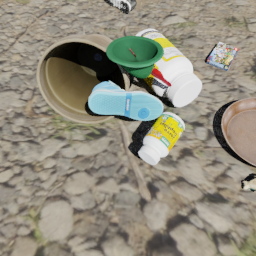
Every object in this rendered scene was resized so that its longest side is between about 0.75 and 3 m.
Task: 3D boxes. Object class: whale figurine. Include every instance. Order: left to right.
[{"bbox_3d":[3.750,1.670,8.124,0.770,0.399,0.613,-11,44,22],"label":"whale figurine"}]

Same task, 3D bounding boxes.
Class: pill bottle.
[{"bbox_3d":[0.923,0.306,7.902,0.811,0.811,1.439,29,65,21],"label":"pill bottle"},{"bbox_3d":[1.304,-2.162,10.189,1.635,1.635,2.938,-23,56,-17],"label":"pill bottle"}]

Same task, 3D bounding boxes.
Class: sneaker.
[{"bbox_3d":[-0.398,-6.543,14.167,0.955,0.701,2.110,-37,64,-28],"label":"sneaker"},{"bbox_3d":[-0.092,-0.902,8.406,2.180,0.867,1.423,9,22,-12],"label":"sneaker"}]

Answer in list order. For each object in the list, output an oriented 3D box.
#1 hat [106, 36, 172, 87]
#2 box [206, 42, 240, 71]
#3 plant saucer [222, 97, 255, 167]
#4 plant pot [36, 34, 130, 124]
[{"bbox_3d":[0.311,-1.621,8.297,1.836,1.616,1.521,15,50,13],"label":"hat"},{"bbox_3d":[3.981,-3.009,11.709,0.928,0.256,1.359,26,57,18],"label":"box"},{"bbox_3d":[4.473,0.230,9.093,2.939,0.506,2.939,1,53,-1],"label":"plant saucer"},{"bbox_3d":[-1.287,-2.010,9.613,2.901,2.901,2.517,5,36,4],"label":"plant pot"}]
